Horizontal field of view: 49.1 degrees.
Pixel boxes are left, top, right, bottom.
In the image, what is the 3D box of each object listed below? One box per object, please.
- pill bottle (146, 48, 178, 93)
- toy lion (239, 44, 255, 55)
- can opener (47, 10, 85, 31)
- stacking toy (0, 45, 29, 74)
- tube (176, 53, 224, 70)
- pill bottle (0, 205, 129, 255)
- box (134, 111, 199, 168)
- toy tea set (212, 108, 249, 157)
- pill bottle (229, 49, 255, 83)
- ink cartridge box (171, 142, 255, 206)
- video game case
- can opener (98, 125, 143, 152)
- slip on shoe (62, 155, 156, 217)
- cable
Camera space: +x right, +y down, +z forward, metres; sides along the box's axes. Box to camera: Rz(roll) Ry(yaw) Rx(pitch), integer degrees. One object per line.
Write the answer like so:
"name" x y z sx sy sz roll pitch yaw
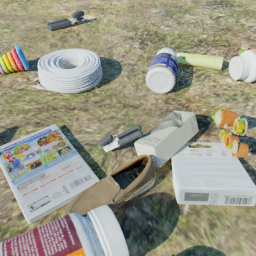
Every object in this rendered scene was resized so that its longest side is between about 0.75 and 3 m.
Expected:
"pill bottle" 1.450 -2.400 11.464 1.150 1.150 1.987 9 43 9
"toy lion" 6.143 -3.311 13.023 1.558 0.535 1.493 -1 50 -1
"can opener" -3.515 -6.145 15.875 2.238 0.748 0.597 -24 47 -24
"stacking toy" -5.329 -2.746 12.140 1.819 0.998 1.056 -25 40 -11
"tube" 3.173 -3.075 12.691 2.196 0.570 0.637 14 4 20
"pill bottle" -1.430 2.661 5.595 2.676 1.528 1.528 -19 46 -19
"box" 1.234 0.276 8.669 0.870 0.724 2.116 9 37 45
"toy tea set" 2.783 0.123 7.854 0.695 1.116 1.877 5 16 1
"pill bottle" 5.497 -2.603 11.557 2.403 1.312 1.312 -10 43 -10
"ink cartridge box" 2.273 1.226 8.095 2.007 0.704 2.469 1 21 1
"video game case" -2.454 1.136 8.228 2.102 0.265 2.936 -26 48 -25
"can opener" -0.255 0.299 8.360 1.437 0.481 0.383 -27 59 28
"slip on shoe" -0.438 1.622 7.238 2.844 0.862 1.081 -25 48 -25
"cable" -2.396 -2.455 11.682 2.644 0.916 2.645 13 44 14
